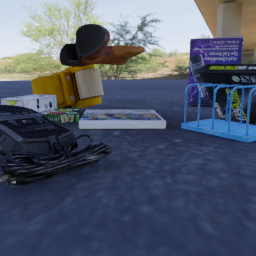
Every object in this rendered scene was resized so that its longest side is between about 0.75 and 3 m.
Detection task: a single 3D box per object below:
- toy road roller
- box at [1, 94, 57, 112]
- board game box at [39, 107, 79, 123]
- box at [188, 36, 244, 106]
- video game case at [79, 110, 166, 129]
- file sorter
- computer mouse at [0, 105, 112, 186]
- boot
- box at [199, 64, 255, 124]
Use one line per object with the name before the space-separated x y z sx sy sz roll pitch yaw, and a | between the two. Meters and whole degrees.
toy road roller | -2.319 -1.418 10.306 2.527 1.553 1.845 -8 6 40
box | -3.133 -0.771 9.023 0.921 0.475 1.579 6 14 23
board game box | -3.123 -0.417 9.268 2.960 0.347 1.551 -2 10 -11
box | 3.982 -2.530 12.748 2.217 2.996 1.563 4 13 23
video game case | -0.211 -0.300 8.821 2.434 0.280 2.218 0 12 -4
file sorter | 2.664 -0.508 7.411 1.424 1.259 2.053 -9 15 -35
computer mouse | -1.861 0.296 5.186 1.951 0.743 2.817 -9 26 -45
boot | -0.448 -2.236 8.173 2.407 0.824 2.266 -7 -9 -37
box | 3.314 -0.991 8.336 1.957 2.026 0.481 13 56 48
